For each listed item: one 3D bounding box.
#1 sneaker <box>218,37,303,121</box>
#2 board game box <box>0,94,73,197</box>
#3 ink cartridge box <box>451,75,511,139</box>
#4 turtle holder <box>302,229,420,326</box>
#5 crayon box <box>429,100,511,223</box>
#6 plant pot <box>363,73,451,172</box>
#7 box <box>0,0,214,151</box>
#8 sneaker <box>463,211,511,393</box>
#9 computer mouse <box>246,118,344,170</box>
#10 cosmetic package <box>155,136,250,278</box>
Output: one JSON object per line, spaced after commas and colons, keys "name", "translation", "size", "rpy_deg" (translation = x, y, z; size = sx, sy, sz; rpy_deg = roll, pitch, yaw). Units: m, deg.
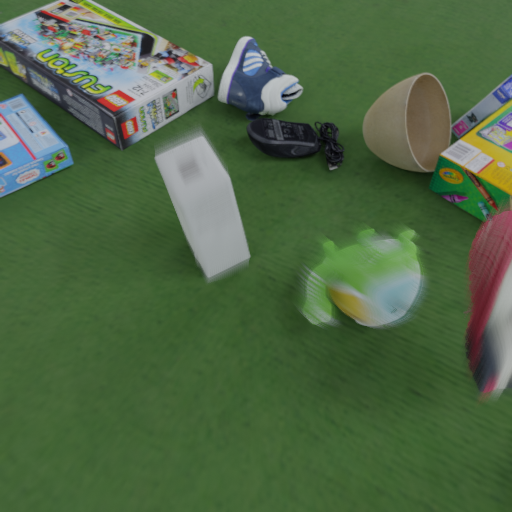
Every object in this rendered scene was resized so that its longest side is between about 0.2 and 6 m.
{"name": "sneaker", "translation": [0.201, -3.370, 10.670], "size": [1.457, 0.802, 1.990], "rpy_deg": [15, 48, 3]}
{"name": "board game box", "translation": [-4.676, -1.638, 9.333], "size": [2.547, 0.466, 1.927], "rpy_deg": [-30, 56, -23]}
{"name": "ink cartridge box", "translation": [4.101, -2.686, 9.567], "size": [0.925, 1.551, 0.325], "rpy_deg": [-39, 85, -28]}
{"name": "turtle holder", "translation": [1.409, 0.340, 7.133], "size": [1.161, 1.085, 1.528], "rpy_deg": [-2, 16, 40]}
{"name": "crayon box", "translation": [4.255, -1.568, 9.081], "size": [2.602, 0.758, 1.545], "rpy_deg": [-35, 58, -26]}
{"name": "plant pot", "translation": [2.392, -2.124, 9.260], "size": [1.040, 1.550, 1.550], "rpy_deg": [2, 41, 43]}
{"name": "box", "translation": [-3.098, -3.759, 10.958], "size": [4.200, 0.729, 2.312], "rpy_deg": [35, 58, 25]}
{"name": "sneaker", "translation": [2.648, 0.474, 5.777], "size": [0.771, 2.064, 0.832], "rpy_deg": [-6, 31, 5]}
{"name": "computer mouse", "translation": [0.632, -1.934, 9.667], "size": [1.682, 0.443, 1.165], "rpy_deg": [7, 47, -10]}
{"name": "cosmetic package", "translation": [-0.692, -0.608, 7.563], "size": [0.733, 1.727, 0.929], "rpy_deg": [-27, 58, -8]}
